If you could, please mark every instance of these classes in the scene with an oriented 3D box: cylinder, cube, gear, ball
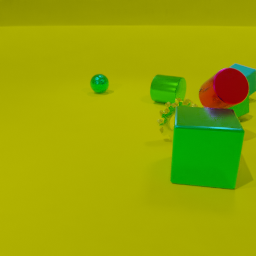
[{"bbox_3d":[2.522,-0.983,7.471,0.970,0.970,0.970,-4,-9,-9],"label":"cylinder"},{"bbox_3d":[1.608,0.358,5.989,1.294,1.294,1.294,4,23,9],"label":"cube"},{"bbox_3d":[1.374,-0.216,7.491,1.176,1.176,0.217,-4,30,-11],"label":"gear"},{"bbox_3d":[1.550,-1.469,10.745,1.073,1.073,1.073,14,26,30],"label":"cylinder"},{"bbox_3d":[-1.238,-1.941,12.228,0.845,0.845,0.845,0,22,0],"label":"ball"},{"bbox_3d":[3.173,-0.917,9.102,1.039,1.039,1.039,-18,18,-29],"label":"cube"},{"bbox_3d":[4.258,-1.757,10.931,1.002,1.002,1.002,-33,39,-15],"label":"cube"}]
